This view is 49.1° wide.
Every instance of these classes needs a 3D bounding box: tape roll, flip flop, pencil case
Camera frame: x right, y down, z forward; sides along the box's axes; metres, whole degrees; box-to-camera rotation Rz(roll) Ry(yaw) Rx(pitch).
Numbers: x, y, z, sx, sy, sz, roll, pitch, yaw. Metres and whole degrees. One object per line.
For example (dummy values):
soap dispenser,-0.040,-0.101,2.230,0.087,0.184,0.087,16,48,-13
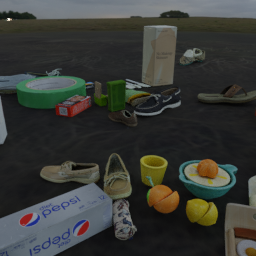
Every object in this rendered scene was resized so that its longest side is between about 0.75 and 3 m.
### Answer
tape roll,-3.291,-1.623,12.176,2.888,0.694,2.888,0,24,0
flip flop,4.171,-1.446,11.611,2.500,0.720,1.014,0,15,8
pencil case,-0.087,1.647,5.117,0.372,0.324,0.833,-7,24,-6

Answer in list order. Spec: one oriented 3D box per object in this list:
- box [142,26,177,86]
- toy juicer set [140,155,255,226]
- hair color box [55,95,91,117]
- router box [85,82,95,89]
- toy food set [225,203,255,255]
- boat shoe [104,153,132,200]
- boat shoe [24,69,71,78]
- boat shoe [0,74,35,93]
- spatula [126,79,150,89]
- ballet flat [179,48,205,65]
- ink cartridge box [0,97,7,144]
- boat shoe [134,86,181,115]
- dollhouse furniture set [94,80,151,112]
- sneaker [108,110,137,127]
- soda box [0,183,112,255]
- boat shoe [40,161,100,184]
box,1.548,-3.644,14.115,1.342,2.827,1.099,-12,26,-26
toy juicer set,1.655,1.142,5.589,2.811,0.765,1.788,4,21,-1
hair color box,-2.073,-0.865,10.759,0.705,0.425,1.389,9,24,21
router box,-2.090,-2.082,13.825,0.805,0.206,0.601,-19,30,-37
toy food set,2.217,1.915,4.168,1.393,0.586,1.941,7,24,15
boat shoe,-0.252,1.019,6.014,0.581,0.501,1.592,-10,14,2
boat shoe,-3.825,-2.480,13.961,2.659,0.822,0.996,2,24,5
boat shoe,-5.238,-2.011,13.028,2.209,0.795,0.685,-4,-22,-35
spatula,0.061,-2.254,14.252,1.317,0.152,1.895,-17,28,-32
ballet flat,4.533,-5.096,19.718,2.637,0.993,0.894,-20,39,-37
ink cartridge box,-4.602,-0.183,8.018,1.856,1.347,0.774,-6,22,-12
boat shoe,1.196,-1.064,10.811,2.458,0.742,0.908,-19,30,-36
dollhouse furniture set,-0.125,-1.578,11.523,2.222,1.115,1.456,-15,28,-30
sneaker,-0.166,-0.443,9.718,1.278,0.483,0.450,20,30,37
soda box,-1.255,1.647,4.732,1.992,0.632,0.680,-17,29,-33
boat shoe,-1.350,0.975,6.494,1.403,0.456,0.506,4,24,9
